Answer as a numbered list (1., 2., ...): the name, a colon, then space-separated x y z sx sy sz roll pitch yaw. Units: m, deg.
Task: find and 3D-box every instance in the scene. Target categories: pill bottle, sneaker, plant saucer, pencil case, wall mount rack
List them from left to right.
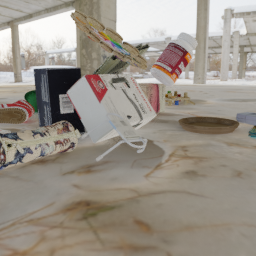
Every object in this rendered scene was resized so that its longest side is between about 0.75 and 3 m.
1. sneaker: -5.680 -0.789 12.729 2.751 0.980 1.547 8 16 1
2. pencil case: -2.352 0.386 7.189 1.027 0.893 2.296 -3 7 39
3. wall mount rack: -0.364 0.264 7.803 1.517 0.651 1.746 -4 35 -34
4. pill bottle: 2.369 -3.494 14.186 1.427 2.526 1.427 35 -1 1
5. plant saucer: 3.165 -0.118 11.091 2.319 0.342 2.319 0 12 0

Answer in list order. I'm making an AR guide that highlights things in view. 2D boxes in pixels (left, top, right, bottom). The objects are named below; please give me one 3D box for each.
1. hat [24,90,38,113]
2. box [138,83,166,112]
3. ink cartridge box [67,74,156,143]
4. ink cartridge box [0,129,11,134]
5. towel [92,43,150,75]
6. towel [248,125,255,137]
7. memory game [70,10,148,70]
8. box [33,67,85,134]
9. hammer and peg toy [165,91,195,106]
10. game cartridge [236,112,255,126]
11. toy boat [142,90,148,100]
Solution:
1. hat: -4.877 -0.884 15.213 1.736 1.844 2.095 -1 -26 0
2. box: 0.681 -1.650 15.402 2.497 1.596 1.360 -7 13 -30
3. ink cartridge box: -0.460 -0.818 9.861 1.131 2.004 2.730 -36 -10 34
4. ink cartridge box: -4.163 0.441 7.246 1.841 0.775 1.331 6 13 28
5. towel: -0.593 -2.537 11.400 2.500 0.448 2.597 -32 1 -44
6. towel: 5.293 0.148 10.144 1.539 0.228 2.099 7 12 28
7. memory game: -0.500 -2.264 7.381 2.413 0.154 2.413 33 2 -1
8. box: -2.635 -1.081 10.592 1.248 2.397 2.182 -9 15 -29
9. hammer and peg toy: 3.440 -2.085 19.297 2.475 0.873 1.820 -5 13 -22
10. game cartridge: 5.313 -0.277 10.641 1.381 0.431 2.073 -12 19 -43
11. toy boat: -0.326 -1.031 12.440 2.324 1.517 1.519 -3 15 -16
